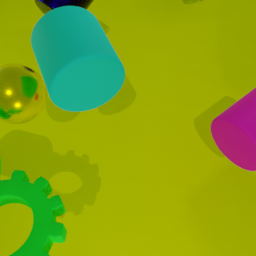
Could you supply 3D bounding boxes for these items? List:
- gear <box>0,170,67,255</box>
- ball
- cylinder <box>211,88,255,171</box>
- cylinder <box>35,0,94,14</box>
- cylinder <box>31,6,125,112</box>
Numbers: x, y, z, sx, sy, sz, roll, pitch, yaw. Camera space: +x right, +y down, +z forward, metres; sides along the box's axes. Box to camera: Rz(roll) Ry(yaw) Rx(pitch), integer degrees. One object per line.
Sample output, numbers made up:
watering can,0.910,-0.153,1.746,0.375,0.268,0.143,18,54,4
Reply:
gear,-1.858,1.514,4.200,1.803,0.334,1.803,0,52,0
ball,-2.101,-0.642,5.279,1.127,1.127,1.127,0,65,0
cylinder,2.607,-0.013,5.690,1.298,1.298,1.298,-35,69,-14
cylinder,-1.535,-3.173,6.903,1.075,1.075,1.075,34,86,15
cylinder,-0.828,-1.103,4.577,1.221,1.221,1.221,-21,61,-10
